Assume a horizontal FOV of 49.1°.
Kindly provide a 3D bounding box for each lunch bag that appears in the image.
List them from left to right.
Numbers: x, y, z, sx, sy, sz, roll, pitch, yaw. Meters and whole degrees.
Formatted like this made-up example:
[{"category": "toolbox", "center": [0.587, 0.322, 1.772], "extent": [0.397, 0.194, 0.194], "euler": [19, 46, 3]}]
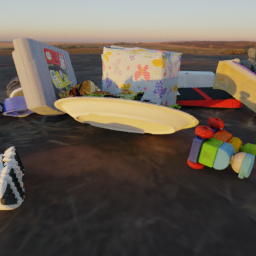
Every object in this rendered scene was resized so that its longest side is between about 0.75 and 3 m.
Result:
[{"category": "lunch bag", "center": [0.219, -1.279, 7.822], "extent": [2.240, 1.900, 1.424], "euler": [14, 20, 33]}]

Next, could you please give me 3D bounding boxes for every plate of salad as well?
[{"category": "plate of salad", "center": [-0.016, -0.371, 5.707], "extent": [2.866, 0.688, 2.866], "euler": [8, -7, 1]}]

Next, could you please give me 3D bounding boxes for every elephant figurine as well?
[{"category": "elephant figurine", "center": [4.353, -2.020, 10.396], "extent": [1.301, 1.839, 1.427], "euler": [-3, 18, -9]}]

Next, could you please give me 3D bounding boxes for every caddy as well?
[{"category": "caddy", "center": [-3.085, -0.591, 8.100], "extent": [1.037, 0.544, 0.733], "euler": [-12, -2, -31]}]

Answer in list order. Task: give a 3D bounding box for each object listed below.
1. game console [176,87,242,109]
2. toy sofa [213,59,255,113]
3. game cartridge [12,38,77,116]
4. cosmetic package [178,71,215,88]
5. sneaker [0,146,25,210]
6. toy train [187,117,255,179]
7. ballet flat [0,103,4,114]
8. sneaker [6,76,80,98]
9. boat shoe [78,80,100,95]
[{"category": "game console", "center": [2.655, -1.103, 10.020], "extent": [2.205, 0.387, 2.494], "euler": [-1, 17, 2]}, {"category": "toy sofa", "center": [3.638, -1.165, 8.146], "extent": [1.132, 0.960, 2.319], "euler": [-9, 36, -17]}, {"category": "game cartridge", "center": [-2.096, -1.325, 7.886], "extent": [0.590, 1.920, 2.885], "euler": [-9, 7, 10]}, {"category": "cosmetic package", "center": [2.699, -2.114, 12.472], "extent": [2.146, 0.794, 1.091], "euler": [2, 18, 10]}, {"category": "sneaker", "center": [-1.825, 0.754, 3.971], "extent": [0.600, 0.556, 1.481], "euler": [-18, 19, -15]}, {"category": "toy train", "center": [1.875, 0.292, 5.099], "extent": [1.014, 0.742, 1.753], "euler": [23, 27, 29]}, {"category": "ballet flat", "center": [-3.875, -0.462, 7.601], "extent": [0.495, 0.492, 1.446], "euler": [-14, 14, 17]}, {"category": "sneaker", "center": [-3.005, -1.381, 9.890], "extent": [2.433, 0.925, 1.758], "euler": [-11, 23, -29]}, {"category": "boat shoe", "center": [-0.989, -0.735, 7.501], "extent": [0.739, 0.857, 2.350], "euler": [30, 3, -18]}]
